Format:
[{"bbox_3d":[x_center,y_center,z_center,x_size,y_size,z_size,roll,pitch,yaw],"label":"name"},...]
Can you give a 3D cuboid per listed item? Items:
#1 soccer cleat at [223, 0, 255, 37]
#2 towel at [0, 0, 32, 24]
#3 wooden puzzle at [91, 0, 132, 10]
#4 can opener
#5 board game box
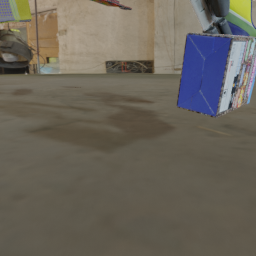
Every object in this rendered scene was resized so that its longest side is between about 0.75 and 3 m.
[{"bbox_3d":[2.386,-3.261,6.802,1.117,2.670,0.863,-25,14,14],"label":"soccer cleat"},{"bbox_3d":[-3.499,-4.010,8.005,0.224,1.971,1.415,12,24,38],"label":"towel"},{"bbox_3d":[-0.947,-4.789,10.489,2.150,0.151,1.275,2,20,-37],"label":"wooden puzzle"},{"bbox_3d":[1.767,-1.856,5.406,0.528,2.007,0.667,-37,31,-5],"label":"can opener"},{"bbox_3d":[1.555,-0.934,4.652,0.715,1.176,1.476,20,25,36],"label":"board game box"}]
